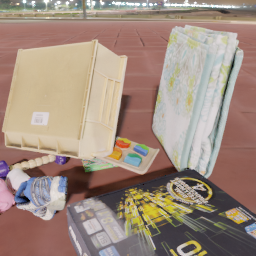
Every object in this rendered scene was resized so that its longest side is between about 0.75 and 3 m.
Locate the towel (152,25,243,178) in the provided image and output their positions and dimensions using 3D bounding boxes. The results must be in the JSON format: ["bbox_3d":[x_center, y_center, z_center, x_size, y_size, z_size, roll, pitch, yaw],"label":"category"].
[{"bbox_3d":[1.304,-0.648,6.014,0.703,2.918,2.498,5,24,-11],"label":"towel"}]

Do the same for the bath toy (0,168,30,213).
[{"bbox_3d":[-2.217,1.174,4.723,0.578,0.680,1.563,4,14,26],"label":"bath toy"}]

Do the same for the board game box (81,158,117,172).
[{"bbox_3d":[-0.607,0.735,6.353,0.834,0.121,0.561,-7,27,-16],"label":"board game box"}]

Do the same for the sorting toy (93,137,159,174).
[{"bbox_3d":[-0.003,0.549,6.425,1.252,0.228,1.159,14,25,16],"label":"sorting toy"}]

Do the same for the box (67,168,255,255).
[{"bbox_3d":[0.819,1.723,3.482,2.376,0.724,2.948,-12,28,-25],"label":"box"}]

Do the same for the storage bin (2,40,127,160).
[{"bbox_3d":[-1.455,-0.590,6.271,2.377,2.360,1.114,5,-7,31],"label":"storage bin"}]

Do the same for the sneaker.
[{"bbox_3d":[-1.381,1.018,4.274,0.654,1.534,0.591,12,60,-20],"label":"sneaker"}]

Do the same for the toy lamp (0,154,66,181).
[{"bbox_3d":[-2.078,0.773,5.755,1.599,0.466,0.466,-12,26,-41],"label":"toy lamp"}]
